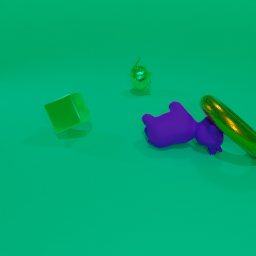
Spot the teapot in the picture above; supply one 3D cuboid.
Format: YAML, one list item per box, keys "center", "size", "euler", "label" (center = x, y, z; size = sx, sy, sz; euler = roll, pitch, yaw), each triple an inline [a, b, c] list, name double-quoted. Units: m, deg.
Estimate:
- center: [0.427, -1.628, 8.714]
  size: [0.608, 1.242, 0.772]
  euler: [-15, 25, 22]
  label: "teapot"

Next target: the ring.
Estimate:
- center: [2.211, -0.058, 5.851]
  size: [1.767, 0.353, 1.767]
  euler: [36, 19, -14]
  label: "ring"

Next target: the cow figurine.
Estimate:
- center: [1.196, 0.083, 6.033]
  size: [1.569, 0.861, 1.544]
  euler: [-22, 41, -9]
  label: "cow figurine"

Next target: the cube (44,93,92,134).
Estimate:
- center: [-1.379, -0.361, 6.547]
  size: [0.708, 0.708, 0.708]
  euler: [-21, 5, 14]
  label: "cube"
